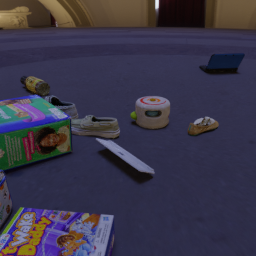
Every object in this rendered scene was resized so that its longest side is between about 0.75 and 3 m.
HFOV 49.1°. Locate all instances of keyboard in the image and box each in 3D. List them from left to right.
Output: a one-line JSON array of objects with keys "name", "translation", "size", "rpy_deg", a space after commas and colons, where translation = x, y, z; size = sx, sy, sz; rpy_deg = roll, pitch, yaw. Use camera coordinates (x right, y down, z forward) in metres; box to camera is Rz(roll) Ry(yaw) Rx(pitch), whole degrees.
[{"name": "keyboard", "translation": [-0.120, 0.655, 6.869], "size": [0.525, 0.099, 1.864], "rpy_deg": [9, 14, -42]}]

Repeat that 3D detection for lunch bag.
[{"name": "lunch bag", "translation": [-2.460, 1.339, 4.712], "size": [0.489, 1.036, 1.293], "rpy_deg": [1, 23, 3]}]

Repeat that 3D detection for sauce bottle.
[{"name": "sauce bottle", "translation": [-4.236, -1.955, 12.535], "size": [0.648, 0.648, 2.004], "rpy_deg": [-22, 32, -39]}]

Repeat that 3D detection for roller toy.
[{"name": "roller toy", "translation": [0.814, -0.568, 9.160], "size": [1.234, 0.862, 1.126], "rpy_deg": [-21, 31, -38]}]

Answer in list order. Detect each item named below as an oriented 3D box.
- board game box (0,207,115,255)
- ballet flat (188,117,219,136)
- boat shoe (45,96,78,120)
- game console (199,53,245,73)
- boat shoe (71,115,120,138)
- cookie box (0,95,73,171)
[{"name": "board game box", "translation": [-1.159, 2.096, 3.639], "size": [1.617, 0.538, 2.405], "rpy_deg": [3, 24, 6]}, {"name": "ballet flat", "translation": [2.394, -0.125, 8.712], "size": [1.346, 0.424, 0.462], "rpy_deg": [-19, 30, -36]}, {"name": "boat shoe", "translation": [-2.539, -0.766, 9.747], "size": [2.063, 0.735, 0.720], "rpy_deg": [16, 29, 32]}, {"name": "game console", "translation": [5.319, -3.831, 16.048], "size": [1.966, 1.163, 1.678], "rpy_deg": [-3, 25, -8]}, {"name": "boat shoe", "translation": [-1.091, -0.118, 8.514], "size": [1.800, 0.558, 0.648], "rpy_deg": [6, 25, 16]}, {"name": "cookie box", "translation": [-3.300, 0.102, 7.322], "size": [2.888, 1.085, 2.471], "rpy_deg": [-16, 28, -34]}]
